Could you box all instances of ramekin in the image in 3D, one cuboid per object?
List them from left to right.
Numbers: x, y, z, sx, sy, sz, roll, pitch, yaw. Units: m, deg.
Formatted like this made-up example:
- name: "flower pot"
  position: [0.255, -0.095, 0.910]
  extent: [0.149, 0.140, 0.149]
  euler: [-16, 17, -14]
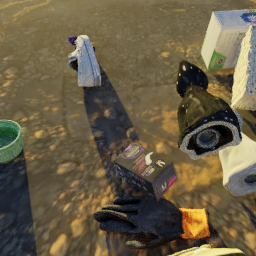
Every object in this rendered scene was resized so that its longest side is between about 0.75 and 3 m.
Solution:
- name: "ramekin"
  position: [-3.466, 0.382, 7.661]
  extent: [1.185, 0.579, 1.185]
  euler: [0, 44, 0]

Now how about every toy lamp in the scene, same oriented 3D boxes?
- name: "toy lamp"
  position: [-2.001, -3.525, 11.828]
  extent: [0.423, 0.423, 1.453]
  euler: [-33, 54, -30]

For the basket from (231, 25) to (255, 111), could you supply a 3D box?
- name: "basket"
  position: [4.139, -1.642, 8.103]
  extent: [1.750, 2.157, 2.176]
  euler: [7, 85, 11]

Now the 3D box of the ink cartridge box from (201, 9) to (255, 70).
- name: "ink cartridge box"
  position: [4.253, -3.271, 10.388]
  extent: [2.562, 1.861, 1.121]
  euler: [-5, 55, -5]

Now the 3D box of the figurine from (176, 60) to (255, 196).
- name: "figurine"
  position: [2.307, -0.138, 7.032]
  extent: [1.257, 2.919, 2.848]
  euler: [-35, 32, 27]

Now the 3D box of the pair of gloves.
- name: "pair of gloves"
  position: [0.485, 2.620, 5.529]
  extent: [2.595, 0.360, 2.913]
  euler: [2, 43, 2]

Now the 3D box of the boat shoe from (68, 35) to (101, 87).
- name: "boat shoe"
  position: [-1.768, -2.512, 10.417]
  extent: [0.992, 1.007, 2.840]
  euler: [-10, 52, -14]

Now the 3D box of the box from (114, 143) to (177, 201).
- name: "box"
  position: [0.408, 1.017, 6.714]
  extent: [1.283, 0.680, 0.784]
  euler: [24, 54, 40]

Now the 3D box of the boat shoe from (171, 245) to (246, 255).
- name: "boat shoe"
  position: [0.920, 2.507, 4.829]
  extent: [2.450, 0.894, 0.771]
  euler: [-10, 14, -20]
